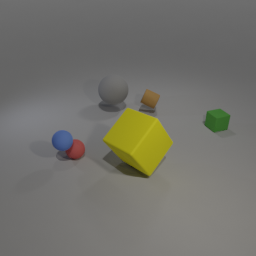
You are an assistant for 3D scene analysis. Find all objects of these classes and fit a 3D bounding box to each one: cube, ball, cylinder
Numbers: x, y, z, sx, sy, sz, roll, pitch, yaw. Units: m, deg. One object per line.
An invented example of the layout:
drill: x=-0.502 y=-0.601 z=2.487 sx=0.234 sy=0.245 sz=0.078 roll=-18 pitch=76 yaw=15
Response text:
cube: x=3.766 y=-0.323 z=11.819 sx=0.700 sy=0.700 sz=0.700 roll=-11 pitch=32 yaw=-19
cube: x=0.339 y=0.433 z=9.101 sx=1.400 sy=1.400 sz=1.400 roll=24 pitch=71 yaw=43
ball: x=-0.678 y=-1.770 z=12.969 sx=1.400 sy=1.400 sz=1.400 roll=0 pitch=30 yaw=0
ball: x=-2.205 y=0.421 z=9.417 sx=0.700 sy=0.700 sz=0.700 roll=0 pitch=30 yaw=0
ball: x=-1.882 y=0.750 z=9.973 sx=0.700 sy=0.700 sz=0.700 roll=0 pitch=30 yaw=0
cylinder: x=1.027 y=-1.350 z=12.947 sx=0.700 sy=0.700 sz=0.700 roll=25 pitch=32 yaw=-1
